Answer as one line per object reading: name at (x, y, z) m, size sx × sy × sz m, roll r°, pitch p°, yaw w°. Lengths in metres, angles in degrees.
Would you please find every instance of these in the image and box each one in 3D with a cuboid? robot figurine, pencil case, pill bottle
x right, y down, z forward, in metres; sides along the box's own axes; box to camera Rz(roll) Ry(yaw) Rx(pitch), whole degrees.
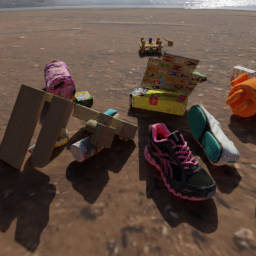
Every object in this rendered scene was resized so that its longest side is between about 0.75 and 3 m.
robot figurine at (4.913, -1.267, 11.003) m, size 2.347 × 1.368 × 1.688 m, roll -20°, pitch 34°, yaw -31°
pencil case at (-3.148, -2.191, 12.755) m, size 1.271 × 1.216 × 2.938 m, roll -15°, pitch 31°, yaw -13°
pill bottle at (-1.185, 0.571, 8.554) m, size 0.573 × 0.573 × 1.005 m, roll 25°, pitch 38°, yaw 36°

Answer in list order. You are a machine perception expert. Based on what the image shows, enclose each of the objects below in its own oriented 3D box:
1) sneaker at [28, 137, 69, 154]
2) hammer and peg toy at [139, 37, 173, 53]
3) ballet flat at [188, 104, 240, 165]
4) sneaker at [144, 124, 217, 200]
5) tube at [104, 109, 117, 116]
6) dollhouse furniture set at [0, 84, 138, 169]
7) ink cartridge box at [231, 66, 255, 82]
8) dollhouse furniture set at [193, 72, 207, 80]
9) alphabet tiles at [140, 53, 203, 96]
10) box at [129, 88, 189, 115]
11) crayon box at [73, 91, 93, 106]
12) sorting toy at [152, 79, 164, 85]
sneaker at (-2.531, 0.379, 8.869) m, size 0.572 × 0.603 × 1.469 m, roll 19°, pitch 35°, yaw 30°
hammer and peg toy at (1.936, -5.821, 19.608) m, size 2.297 × 0.810 × 1.689 m, roll -1°, pitch 28°, yaw -2°
ballet flat at (2.712, 0.231, 9.010) m, size 0.980 × 0.980 × 2.824 m, roll -3°, pitch 34°, yaw -6°
sneaker at (1.315, 0.778, 7.494) m, size 1.075 × 1.298 × 2.721 m, roll -14°, pitch 34°, yaw -26°
tube at (-0.763, -0.552, 10.919) m, size 0.374 × 0.243 × 0.966 m, roll 19°, pitch 29°, yaw 16°
dollhouse furniture set at (-1.808, 0.397, 8.940) m, size 2.721 × 2.331 × 2.861 m, roll 21°, pitch 1°, yaw 31°
ink cartridge box at (5.673, -2.531, 13.819) m, size 0.439 × 0.777 × 1.060 m, roll -18°, pitch 35°, yaw -29°
dollhouse furniture set at (3.183, -2.804, 14.361) m, size 1.861 × 0.719 × 0.930 m, roll -19°, pitch 35°, yaw -30°
alphabet tiles at (1.665, -1.940, 10.490) m, size 2.098 × 2.510 × 0.095 m, roll 12°, pitch 70°, yaw -2°
box at (1.249, -1.100, 11.491) m, size 2.288 × 0.573 × 0.861 m, roll 13°, pitch 31°, yaw 21°
crayon box at (-1.987, -1.319, 12.195) m, size 0.666 × 0.273 × 1.060 m, roll -13°, pitch 31°, yaw -21°
sorting toy at (1.553, -2.411, 13.716) m, size 1.626 × 0.667 × 0.977 m, roll -8°, pitch 30°, yaw -15°
